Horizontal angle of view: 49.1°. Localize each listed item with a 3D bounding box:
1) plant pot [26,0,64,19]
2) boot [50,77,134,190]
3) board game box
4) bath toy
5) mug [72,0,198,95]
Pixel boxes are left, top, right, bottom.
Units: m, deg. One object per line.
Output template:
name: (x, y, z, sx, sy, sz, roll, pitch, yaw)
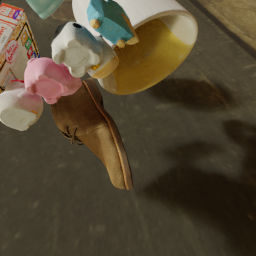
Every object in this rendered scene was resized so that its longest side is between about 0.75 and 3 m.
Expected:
plant pot: (-2.414, -4.207, 8.028, 1.729, 1.159, 1.729, -28, 44, 31)
boot: (-0.721, 0.140, 5.305, 1.051, 1.026, 2.786, -20, 47, -14)
board game box: (-2.212, -1.152, 5.349, 0.425, 1.837, 1.392, 18, 70, 1)
bath toy: (-1.052, -0.904, 4.363, 2.539, 1.104, 0.938, -33, 48, 22)
mug: (-0.137, -2.127, 6.188, 2.211, 2.761, 2.266, -20, 67, -23)
